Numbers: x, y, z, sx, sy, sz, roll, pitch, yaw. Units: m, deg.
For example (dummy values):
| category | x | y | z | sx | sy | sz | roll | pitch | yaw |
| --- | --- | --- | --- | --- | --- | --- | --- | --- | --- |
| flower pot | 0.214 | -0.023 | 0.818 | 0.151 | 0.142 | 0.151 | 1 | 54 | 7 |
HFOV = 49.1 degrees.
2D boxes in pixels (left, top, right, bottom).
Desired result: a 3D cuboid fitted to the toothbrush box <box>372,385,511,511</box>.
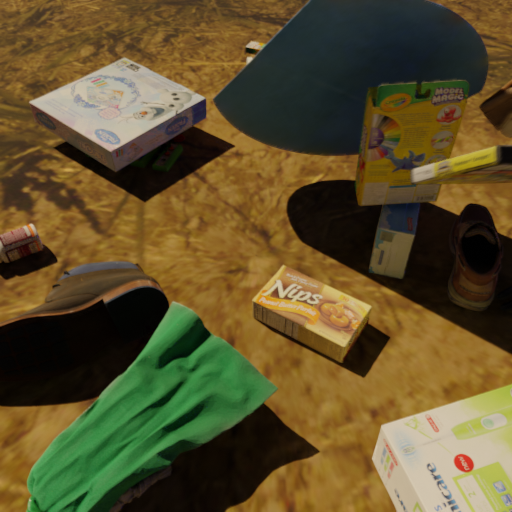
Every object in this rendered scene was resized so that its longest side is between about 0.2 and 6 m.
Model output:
| category | x | y | z | sx | sy | sz | roll | pitch | yaw |
| --- | --- | --- | --- | --- | --- | --- | --- | --- | --- |
| toothbrush box | 2.803 | 2.677 | 6.876 | 2.200 | 0.947 | 1.602 | -13 | 45 | -11 |

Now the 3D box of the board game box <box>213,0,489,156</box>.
| category | x | y | z | sx | sy | sz | roll | pitch | yaw |
| --- | --- | --- | --- | --- | --- | --- | --- | --- | --- |
| board game box | 1.587 | -3.242 | 9.884 | 3.690 | 4.671 | 0.909 | 12 | 70 | -29 |

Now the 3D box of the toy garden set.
| category | x | y | z | sx | sy | sz | roll | pitch | yaw |
| --- | --- | --- | --- | --- | --- | --- | --- | --- | --- |
| toy garden set | -2.654 | -2.726 | 12.907 | 2.015 | 0.402 | 1.680 | 12 | 45 | 12 |

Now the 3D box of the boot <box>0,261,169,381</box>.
| category | x | y | z | sx | sy | sz | roll | pitch | yaw |
| --- | --- | --- | --- | --- | --- | --- | --- | --- | --- |
| boot | -2.971 | 0.961 | 8.848 | 3.058 | 1.142 | 1.482 | -16 | 26 | -13 |

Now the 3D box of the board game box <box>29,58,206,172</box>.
| category | x | y | z | sx | sy | sz | roll | pitch | yaw |
| --- | --- | --- | --- | --- | --- | --- | --- | --- | --- |
| board game box | -3.113 | -3.334 | 12.819 | 2.823 | 0.612 | 2.809 | 32 | 52 | 25 |

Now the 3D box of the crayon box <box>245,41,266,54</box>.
| category | x | y | z | sx | sy | sz | roll | pitch | yaw |
| --- | --- | --- | --- | --- | --- | --- | --- | --- | --- |
| crayon box | 0.086 | -6.159 | 16.659 | 0.704 | 0.182 | 0.443 | 17 | 46 | 18 |

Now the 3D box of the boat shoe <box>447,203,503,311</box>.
| category | x | y | z | sx | sy | sz | roll | pitch | yaw |
| --- | --- | --- | --- | --- | --- | --- | --- | --- | --- |
| boat shoe | 3.943 | -0.177 | 9.880 | 0.953 | 0.903 | 2.516 | 10 | 45 | 10 |

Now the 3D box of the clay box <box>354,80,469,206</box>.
| category | x | y | z | sx | sy | sz | roll | pitch | yaw |
| --- | --- | --- | --- | --- | --- | --- | --- | --- | --- |
| clay box | 2.355 | -1.810 | 8.766 | 1.363 | 2.371 | 0.564 | -3 | 50 | 0 |

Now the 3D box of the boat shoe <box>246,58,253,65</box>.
| category | x | y | z | sx | sy | sz | roll | pitch | yaw |
| --- | --- | --- | --- | --- | --- | --- | --- | --- | --- |
| boat shoe | 0.079 | -4.917 | 15.054 | 0.549 | 0.609 | 1.724 | -5 | 42 | -3 |

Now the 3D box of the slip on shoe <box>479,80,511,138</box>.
| category | x | y | z | sx | sy | sz | roll | pitch | yaw |
| --- | --- | --- | --- | --- | --- | --- | --- | --- | --- |
| slip on shoe | 4.196 | -2.706 | 8.148 | 0.728 | 2.401 | 0.913 | 41 | 66 | 7 |

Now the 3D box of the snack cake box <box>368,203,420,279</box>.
| category | x | y | z | sx | sy | sz | roll | pitch | yaw |
| --- | --- | --- | --- | --- | --- | --- | --- | --- | --- |
| snack cake box | 2.573 | -0.648 | 10.236 | 0.637 | 1.091 | 1.896 | 12 | 45 | 12 |

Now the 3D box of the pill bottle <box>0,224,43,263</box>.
| category | x | y | z | sx | sy | sz | roll | pitch | yaw |
| --- | --- | --- | --- | --- | --- | --- | --- | --- | --- |
| pill bottle | -4.411 | -0.188 | 10.177 | 0.908 | 0.519 | 0.519 | -24 | 49 | -23 |

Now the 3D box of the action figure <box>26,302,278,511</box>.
| category | x | y | z | sx | sy | sz | roll | pitch | yaw |
| --- | --- | --- | --- | --- | --- | --- | --- | --- | --- |
| action figure | -1.623 | 2.353 | 7.224 | 2.050 | 0.949 | 3.471 | 34 | 60 | 29 |

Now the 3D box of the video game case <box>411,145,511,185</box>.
| category | x | y | z | sx | sy | sz | roll | pitch | yaw |
| --- | --- | --- | --- | --- | --- | --- | --- | --- | --- |
| video game case | 2.767 | -0.988 | 6.178 | 1.556 | 0.198 | 1.406 | -4 | 0 | -19 |

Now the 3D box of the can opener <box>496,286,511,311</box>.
| category | x | y | z | sx | sy | sz | roll | pitch | yaw |
| --- | --- | --- | --- | --- | --- | --- | --- | --- | --- |
| can opener | 4.699 | 0.558 | 9.535 | 1.502 | 0.591 | 0.476 | -27 | 89 | -21 |

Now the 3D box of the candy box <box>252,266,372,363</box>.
| category | x | y | z | sx | sy | sz | roll | pitch | yaw |
| --- | --- | --- | --- | --- | --- | --- | --- | --- | --- |
| candy box | 0.886 | 0.903 | 9.068 | 1.686 | 0.466 | 0.973 | 25 | 49 | 24 |
